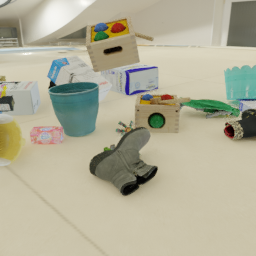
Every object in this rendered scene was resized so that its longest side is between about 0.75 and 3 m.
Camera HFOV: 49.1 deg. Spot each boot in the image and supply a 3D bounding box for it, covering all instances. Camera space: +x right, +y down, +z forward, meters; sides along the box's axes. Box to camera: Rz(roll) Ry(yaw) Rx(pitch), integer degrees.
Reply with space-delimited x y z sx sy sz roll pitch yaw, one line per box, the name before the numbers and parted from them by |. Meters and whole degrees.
boot | 4.501 -0.190 10.951 1.684 0.805 2.230 -4 21 -5
boot | 0.247 0.952 8.075 1.612 0.835 2.467 23 43 37

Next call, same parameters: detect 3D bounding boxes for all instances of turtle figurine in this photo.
turtle figurine | -0.039 0.069 10.782 0.936 0.471 0.701 19 69 43

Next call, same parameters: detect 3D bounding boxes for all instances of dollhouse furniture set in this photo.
dollhouse furniture set | -0.210 0.728 9.032 1.227 0.474 0.613 -15 26 -34

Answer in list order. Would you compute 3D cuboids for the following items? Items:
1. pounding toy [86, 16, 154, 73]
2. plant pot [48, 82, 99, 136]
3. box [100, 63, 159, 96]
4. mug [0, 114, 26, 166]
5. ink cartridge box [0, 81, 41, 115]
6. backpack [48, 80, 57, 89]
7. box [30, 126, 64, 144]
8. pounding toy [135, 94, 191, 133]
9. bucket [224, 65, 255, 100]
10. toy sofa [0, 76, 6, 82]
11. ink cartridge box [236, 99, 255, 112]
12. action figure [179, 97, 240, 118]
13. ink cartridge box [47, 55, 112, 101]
pounding toy | -0.242 -3.227 9.565 2.179 1.135 2.480 -12 43 4
plant pot | -1.977 -0.701 10.821 1.903 1.788 1.903 -3 21 1
box | 0.078 -3.182 17.631 2.579 1.471 2.804 -19 29 -39
mug | -4.390 0.494 8.841 1.599 1.948 1.560 -2 52 19
ink cartridge box | -5.964 -1.482 13.624 2.958 1.225 2.156 -3 22 -8
backpack | -3.747 -2.545 16.079 1.222 1.611 1.930 -10 29 -34
box | -2.936 0.261 10.172 1.073 0.508 0.551 0 21 0
pounding toy | 1.325 -0.762 11.317 2.043 1.578 2.220 1 21 5
bucket | 6.191 -2.290 14.425 2.471 1.608 2.471 -1 4 0
toy sofa | -7.763 -2.197 15.673 1.273 1.081 2.610 -2 21 -7
ink cartridge box | 6.282 -0.842 13.005 1.488 0.523 2.494 -4 24 -9
action figure | 3.747 -0.918 12.860 2.787 0.762 1.646 10 21 5
ink cartridge box | -2.504 -2.480 14.703 2.713 1.144 1.980 41 33 9
